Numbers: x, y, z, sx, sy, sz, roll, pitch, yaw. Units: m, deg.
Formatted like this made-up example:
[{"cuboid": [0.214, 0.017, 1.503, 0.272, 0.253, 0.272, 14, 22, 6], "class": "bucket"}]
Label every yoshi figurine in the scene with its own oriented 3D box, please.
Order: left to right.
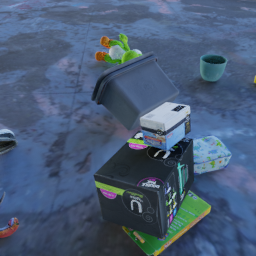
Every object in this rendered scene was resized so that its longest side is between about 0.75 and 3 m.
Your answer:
[{"cuboid": [-0.272, -2.937, 11.294, 2.413, 1.356, 1.351, 26, 59, 27], "class": "yoshi figurine"}]

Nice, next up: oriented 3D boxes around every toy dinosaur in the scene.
[{"cuboid": [-2.952, 1.743, 5.531, 1.565, 1.724, 0.905, 43, 8, 21], "class": "toy dinosaur"}]

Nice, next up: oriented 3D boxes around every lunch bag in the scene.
[{"cuboid": [1.857, 0.639, 6.922, 1.166, 0.481, 0.937, -12, 39, -16], "class": "lunch bag"}]

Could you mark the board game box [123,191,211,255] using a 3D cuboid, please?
[{"cuboid": [0.776, 1.794, 5.539, 1.699, 0.255, 0.812, -23, 39, -32], "class": "board game box"}]

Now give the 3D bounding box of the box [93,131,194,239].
[{"cuboid": [0.416, 0.999, 5.592, 1.343, 1.124, 1.809, 8, 31, 30], "class": "box"}]

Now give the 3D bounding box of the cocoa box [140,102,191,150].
[{"cuboid": [0.779, -0.055, 5.650, 0.608, 0.598, 0.912, 15, 35, 40], "class": "cocoa box"}]

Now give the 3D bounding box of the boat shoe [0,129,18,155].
[{"cuboid": [-3.624, 0.498, 6.987, 1.726, 0.622, 0.612, -27, 40, -35], "class": "boat shoe"}]

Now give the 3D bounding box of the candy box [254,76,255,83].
[{"cuboid": [6.079, -1.400, 9.816, 1.425, 0.368, 2.788, -24, 42, -26], "class": "candy box"}]

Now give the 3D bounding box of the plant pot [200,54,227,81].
[{"cuboid": [3.187, -2.250, 10.641, 0.973, 0.781, 0.973, 0, 36, 0], "class": "plant pot"}]

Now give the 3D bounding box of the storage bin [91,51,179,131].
[{"cuboid": [0.283, -0.964, 8.435, 2.297, 1.672, 1.543, -29, 73, -34], "class": "storage bin"}]
